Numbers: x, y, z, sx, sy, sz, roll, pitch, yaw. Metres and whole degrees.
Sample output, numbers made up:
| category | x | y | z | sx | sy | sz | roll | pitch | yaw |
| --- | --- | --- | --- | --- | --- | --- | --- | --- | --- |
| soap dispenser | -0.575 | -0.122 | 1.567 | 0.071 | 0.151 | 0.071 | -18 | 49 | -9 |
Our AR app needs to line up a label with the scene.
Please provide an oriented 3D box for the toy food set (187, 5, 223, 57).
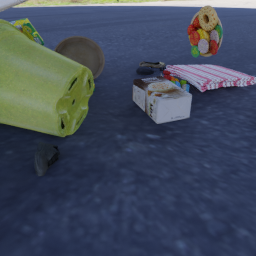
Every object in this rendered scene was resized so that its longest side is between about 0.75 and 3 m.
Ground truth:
| category | x | y | z | sx | sy | sz | roll | pitch | yaw |
| --- | --- | --- | --- | --- | --- | --- | --- | --- | --- |
| toy food set | 1.876 | -2.302 | 6.875 | 0.280 | 1.141 | 1.153 | -19 | 3 | -25 |

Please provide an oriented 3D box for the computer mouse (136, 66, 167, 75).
| category | x | y | z | sx | sy | sz | roll | pitch | yaw |
| --- | --- | --- | --- | --- | --- | --- | --- | --- | --- |
| computer mouse | 1.116 | -2.431 | 11.532 | 1.650 | 0.281 | 0.484 | -11 | 29 | -20 |

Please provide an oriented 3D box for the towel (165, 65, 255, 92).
| category | x | y | z | sx | sy | sz | roll | pitch | yaw |
| --- | --- | --- | --- | --- | --- | --- | --- | --- | --- |
| towel | 3.020 | -1.905 | 10.303 | 2.831 | 0.424 | 2.072 | -8 | 29 | -31 |

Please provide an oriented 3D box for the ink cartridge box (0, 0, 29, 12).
| category | x | y | z | sx | sy | sz | roll | pitch | yaw |
| --- | --- | --- | --- | --- | --- | --- | --- | --- | --- |
| ink cartridge box | -1.730 | -1.954 | 3.634 | 1.345 | 0.777 | 1.849 | -1 | 34 | 33 |

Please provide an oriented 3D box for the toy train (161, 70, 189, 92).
| category | x | y | z | sx | sy | sz | roll | pitch | yaw |
| --- | --- | --- | --- | --- | --- | --- | --- | --- | --- |
| toy train | 1.585 | -1.586 | 9.621 | 0.911 | 0.667 | 1.575 | 12 | 28 | 0 |

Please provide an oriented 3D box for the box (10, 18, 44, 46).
| category | x | y | z | sx | sy | sz | roll | pitch | yaw |
| --- | --- | --- | --- | --- | --- | --- | --- | --- | --- |
| box | -2.990 | -2.556 | 7.737 | 1.341 | 0.787 | 0.324 | 1 | 56 | 25 |

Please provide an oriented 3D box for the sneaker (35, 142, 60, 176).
| category | x | y | z | sx | sy | sz | roll | pitch | yaw |
| --- | --- | --- | --- | --- | --- | --- | --- | --- | --- |
| sneaker | -1.643 | 0.599 | 5.719 | 0.474 | 0.396 | 1.044 | 2 | 29 | -10 |

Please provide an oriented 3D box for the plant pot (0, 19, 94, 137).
| category | x | y | z | sx | sy | sz | roll | pitch | yaw |
| --- | --- | --- | --- | --- | --- | --- | --- | --- | --- |
| plant pot | -2.255 | -0.969 | 6.755 | 2.424 | 2.636 | 2.636 | 19 | 32 | 11 |

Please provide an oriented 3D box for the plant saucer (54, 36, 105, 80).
| category | x | y | z | sx | sy | sz | roll | pitch | yaw |
| --- | --- | --- | --- | --- | --- | --- | --- | --- | --- |
| plant saucer | -1.838 | -2.538 | 10.512 | 1.925 | 1.925 | 0.284 | -6 | -11 | -12 |

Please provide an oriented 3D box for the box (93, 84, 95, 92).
| category | x | y | z | sx | sy | sz | roll | pitch | yaw |
| --- | --- | --- | --- | --- | --- | --- | --- | --- | --- |
| box | -1.876 | -1.348 | 9.454 | 1.322 | 0.320 | 0.776 | -15 | 32 | -32 |

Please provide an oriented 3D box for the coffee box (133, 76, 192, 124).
| category | x | y | z | sx | sy | sz | roll | pitch | yaw |
| --- | --- | --- | --- | --- | --- | --- | --- | --- | --- |
| coffee box | 0.914 | -0.877 | 8.119 | 1.022 | 0.712 | 1.787 | -11 | 30 | -19 |

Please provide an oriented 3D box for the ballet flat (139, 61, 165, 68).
| category | x | y | z | sx | sy | sz | roll | pitch | yaw |
| --- | --- | --- | --- | --- | --- | --- | --- | --- | --- |
| ballet flat | 1.063 | -2.794 | 12.223 | 1.145 | 0.265 | 0.386 | 0 | 28 | 0 |
